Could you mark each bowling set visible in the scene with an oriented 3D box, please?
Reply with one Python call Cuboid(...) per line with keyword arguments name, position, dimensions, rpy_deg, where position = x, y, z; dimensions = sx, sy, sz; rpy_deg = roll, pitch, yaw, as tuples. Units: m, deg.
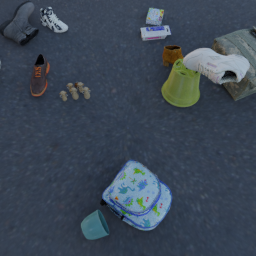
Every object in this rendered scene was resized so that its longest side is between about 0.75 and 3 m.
Cuboid(name="bowling set", position=(-2.199, -1.648, 11.522), dimensions=(1.249, 0.670, 0.869), rpy_deg=(-8, 60, -5))

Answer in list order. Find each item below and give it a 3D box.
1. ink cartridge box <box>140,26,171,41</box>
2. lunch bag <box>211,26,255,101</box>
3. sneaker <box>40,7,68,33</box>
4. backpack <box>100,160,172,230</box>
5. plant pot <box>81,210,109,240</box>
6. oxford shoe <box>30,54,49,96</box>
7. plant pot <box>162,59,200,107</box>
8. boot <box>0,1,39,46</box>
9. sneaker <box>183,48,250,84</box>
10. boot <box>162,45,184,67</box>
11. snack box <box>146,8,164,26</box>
Cuboid(name="ink cartridge box", position=(1.333, -4.588, 13.503), dimensions=(1.412, 0.262, 0.669), rpy_deg=(-7, 59, -2))
Cuboid(name="lunch bag", position=(5.208, -2.836, 11.621), dimensions=(2.935, 1.725, 2.407), rpy_deg=(-21, 67, -16))
Cuboid(name="sneaker", position=(-3.619, -5.280, 13.477), dimensions=(1.527, 0.994, 0.609), rpy_deg=(33, 66, 18))
Cuboid(name="backpack", position=(0.361, 2.168, 8.833), dimensions=(1.965, 1.444, 1.798), rpy_deg=(35, 69, 14))
Cuboid(name="plant pot", position=(-1.059, 3.061, 8.706), dimensions=(0.660, 0.822, 0.822), rpy_deg=(-26, 62, -1))
Cuboid(name="oxford shoe", position=(-3.812, -2.255, 11.847), dimensions=(0.711, 0.724, 1.997), rpy_deg=(-2, 60, -1))
Cuboid(name="plant pot", position=(2.231, -1.912, 11.173), dimensions=(1.597, 1.468, 1.597), rpy_deg=(1, 56, -1))
Cuboid(name="boot", position=(-4.875, -4.979, 13.520), dimensions=(1.531, 0.812, 2.326), rpy_deg=(28, 74, 12))
Cuboid(name="sneaker", position=(2.878, -2.080, 9.523), dimensions=(2.223, 0.832, 1.107), rpy_deg=(14, 55, 27))
Cuboid(name="boot", position=(2.243, -3.052, 12.115), dimensions=(1.503, 1.076, 0.529), rpy_deg=(8, 61, 4))
Cuboid(name="snack box", position=(1.352, -5.582, 14.054), dimensions=(0.759, 0.305, 0.900), rpy_deg=(12, 59, 6))
